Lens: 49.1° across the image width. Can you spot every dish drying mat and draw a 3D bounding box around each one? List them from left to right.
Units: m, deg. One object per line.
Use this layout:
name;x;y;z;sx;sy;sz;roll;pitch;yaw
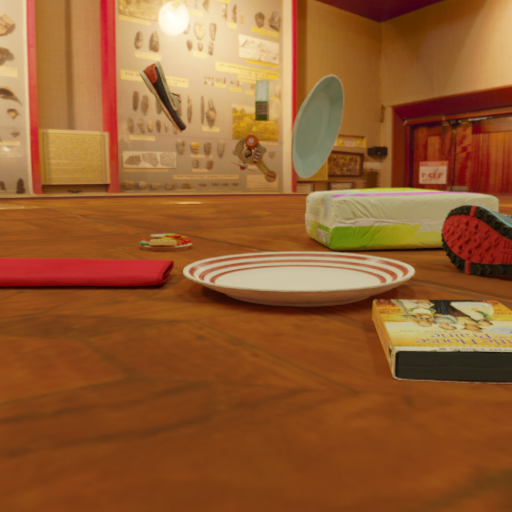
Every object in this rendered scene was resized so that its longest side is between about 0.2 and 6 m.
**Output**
dish drying mat;-2.975;0.269;8.475;3.300;0.300;1.267;1;9;0

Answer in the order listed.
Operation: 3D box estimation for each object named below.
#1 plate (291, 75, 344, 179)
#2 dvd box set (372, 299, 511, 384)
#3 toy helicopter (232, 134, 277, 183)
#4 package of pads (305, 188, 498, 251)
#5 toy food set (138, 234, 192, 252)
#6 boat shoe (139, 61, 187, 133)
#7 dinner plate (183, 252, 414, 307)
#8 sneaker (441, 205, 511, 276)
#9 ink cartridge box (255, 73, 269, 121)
plate;1.250;-2.758;11.992;0.285;2.233;2.233;23;18;25
dvd box set;1.854;0.735;5.259;1.368;0.275;1.869;0;8;7
toy helicopter;-0.019;-2.001;12.017;0.754;1.141;0.450;-41;3;8
package of pads;3.162;-0.910;13.038;3.719;1.268;2.873;-1;8;-6
toy food set;-2.000;-0.296;12.276;1.156;0.284;1.168;7;12;42
boat shoe;-2.013;-3.597;12.800;0.522;1.668;0.594;-36;30;-7
dinner plate;0.577;0.303;7.893;3.185;0.386;3.185;1;8;0
sneaker;4.259;-0.081;8.915;1.340;1.112;2.805;3;14;-33
ink cartridge box;0.150;-3.979;14.018;0.345;0.604;1.163;0;52;1
